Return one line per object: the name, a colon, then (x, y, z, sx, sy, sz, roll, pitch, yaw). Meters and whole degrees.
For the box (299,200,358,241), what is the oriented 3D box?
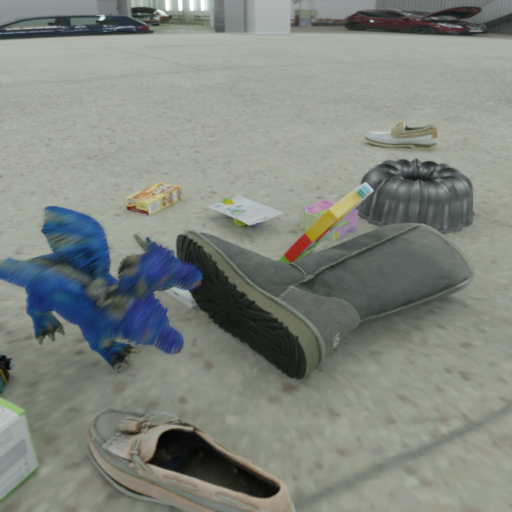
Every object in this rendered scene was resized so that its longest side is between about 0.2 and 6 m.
box: (1.501, -0.756, 11.627, 0.804, 0.442, 0.914, -25, 37, -39)

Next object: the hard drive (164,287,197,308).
hard drive: (-0.864, 0.449, 9.610, 1.262, 0.166, 0.832, -24, 36, -37)

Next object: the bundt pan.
bundt pan: (3.529, -1.440, 12.369, 2.646, 0.993, 2.646, 1, 27, 0)

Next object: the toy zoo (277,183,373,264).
toy zoo: (1.195, -0.519, 9.637, 0.223, 2.180, 1.430, 48, 43, 6)

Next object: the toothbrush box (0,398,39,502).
toothbrush box: (-3.605, 2.012, 5.790, 2.081, 0.896, 1.515, 15, 32, 25)

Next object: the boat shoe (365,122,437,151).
boat shoe: (4.397, -3.689, 16.969, 2.114, 0.723, 0.790, 7, 28, 13)

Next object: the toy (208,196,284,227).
toy: (-0.234, -0.863, 11.924, 0.901, 0.369, 1.565, -21, 33, -30)

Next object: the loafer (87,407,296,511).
loafer: (-0.714, 2.080, 5.718, 2.681, 0.843, 0.964, 18, 33, 31)

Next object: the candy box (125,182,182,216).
candy box: (-2.327, -1.325, 12.841, 0.687, 0.329, 1.190, 16, 32, 28)

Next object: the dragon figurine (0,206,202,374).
dragon figurine: (-2.502, 0.240, 7.256, 4.377, 2.176, 1.288, 22, 56, 19)

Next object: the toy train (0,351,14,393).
toy train: (-3.701, 1.537, 7.281, 1.009, 0.430, 0.575, -3, 37, -6)

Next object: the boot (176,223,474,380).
boot: (1.080, 0.123, 8.949, 3.764, 1.366, 3.422, -29, 53, -32)
